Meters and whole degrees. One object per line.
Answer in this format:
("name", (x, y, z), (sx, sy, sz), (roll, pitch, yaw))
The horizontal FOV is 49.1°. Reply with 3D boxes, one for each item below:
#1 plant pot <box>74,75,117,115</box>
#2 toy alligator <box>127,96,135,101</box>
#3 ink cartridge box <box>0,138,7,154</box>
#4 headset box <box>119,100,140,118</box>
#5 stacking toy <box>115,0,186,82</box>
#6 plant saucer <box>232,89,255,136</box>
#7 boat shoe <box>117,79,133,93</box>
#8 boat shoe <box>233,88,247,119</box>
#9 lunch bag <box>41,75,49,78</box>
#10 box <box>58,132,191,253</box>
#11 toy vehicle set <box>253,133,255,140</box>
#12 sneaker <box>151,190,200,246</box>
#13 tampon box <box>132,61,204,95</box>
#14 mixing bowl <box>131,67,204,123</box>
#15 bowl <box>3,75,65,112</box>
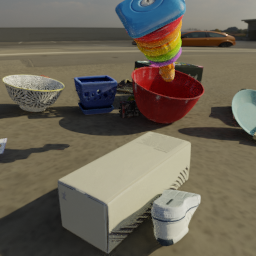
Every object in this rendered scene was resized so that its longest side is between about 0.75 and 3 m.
("plant pot", (-1.371, -1.379, 11.729), (1.540, 1.384, 1.540), (-6, 21, -18))
("toy alligator", (0.367, -1.476, 13.660), (0.954, 0.229, 0.316), (-11, 24, -27))
("ink cartridge box", (-4.021, 0.652, 7.841), (1.144, 0.248, 1.133), (-8, 22, -14))
("headset box", (0.030, -0.755, 11.144), (0.832, 0.619, 0.321), (-8, 22, -19))
("stacking toy", (0.843, -2.110, 7.158), (1.424, 2.594, 1.505), (-25, 51, 4))
("plant saucer", (4.289, -0.404, 9.448), (1.942, 0.374, 1.942), (6, 61, -11))
("boat shoe", (-0.052, -2.374, 15.410), (2.116, 0.686, 0.761), (17, 24, 35))
("boat shoe", (4.731, -0.957, 11.246), (1.017, 0.915, 2.875), (4, 21, 11))
("lunch bag", (-4.972, -2.747, 16.434), (0.790, 0.696, 0.324), (-7, 21, -18))
("box", (0.111, 1.046, 5.677), (1.213, 1.010, 2.953), (15, 26, 35))
("toy vehicle set", (4.490, 0.186, 8.854), (0.718, 0.153, 1.156), (27, 38, 28))
("sneaker", (0.829, 1.525, 4.979), (0.697, 0.675, 1.908), (6, -1, 27))
("tampon box", (1.837, -2.229, 13.329), (2.659, 1.679, 1.993), (-5, 21, -26))
("mixing bowl", (1.338, -1.115, 10.513), (2.686, 1.455, 2.686), (7, 33, -5))
("bowl", (-4.000, -1.399, 11.865), (2.456, 1.152, 2.456), (10, 20, -4))
